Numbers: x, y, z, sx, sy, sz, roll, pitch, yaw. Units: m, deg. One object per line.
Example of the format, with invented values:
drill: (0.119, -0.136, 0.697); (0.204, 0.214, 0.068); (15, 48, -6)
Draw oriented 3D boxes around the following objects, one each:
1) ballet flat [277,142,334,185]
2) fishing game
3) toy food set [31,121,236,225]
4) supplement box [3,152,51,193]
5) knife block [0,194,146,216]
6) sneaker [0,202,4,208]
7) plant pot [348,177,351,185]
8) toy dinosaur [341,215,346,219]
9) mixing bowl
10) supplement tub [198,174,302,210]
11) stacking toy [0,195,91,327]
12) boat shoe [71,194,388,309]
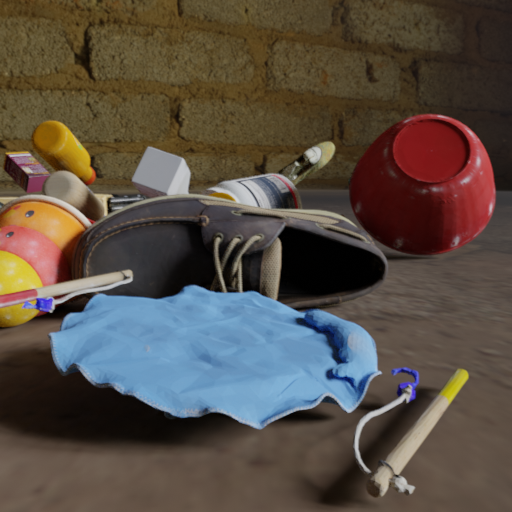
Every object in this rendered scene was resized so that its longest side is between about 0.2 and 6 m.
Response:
ballet flat: (1.060, -2.039, 12.481); (1.556, 0.550, 0.550); (-36, 1, 12)
fishing game: (-0.254, 0.636, 3.746); (3.031, 0.471, 2.170); (13, 13, 26)
toy food set: (-1.707, -0.618, 7.934); (3.136, 1.497, 1.411); (20, -12, 9)
supplement box: (-4.180, -1.531, 10.223); (0.828, 0.355, 0.457); (40, 33, 24)
knife block: (-3.682, -0.735, 11.136); (3.012, 0.964, 2.644); (-2, 8, -13)
sneaker: (-3.782, -0.058, 6.557); (1.333, 1.243, 3.363); (19, 11, 4)
plant pot: (2.578, -1.279, 11.239); (1.345, 1.264, 1.345); (-30, -19, -11)
toy dinosaur: (1.017, -0.132, 8.917); (1.177, 0.669, 2.216); (-23, 2, 1)
mixing bowl: (2.704, -1.328, 8.915); (2.392, 2.392, 1.295); (1, -22, 9)
supplement tub: (-0.140, -0.728, 9.533); (1.190, 1.190, 1.696); (8, 18, 42)
stacking toy: (-2.208, 0.238, 5.072); (1.205, 1.205, 1.649); (1, 25, 7)
boat shoe: (-0.123, -0.010, 5.529); (3.213, 1.197, 1.178); (-5, 10, -22)
